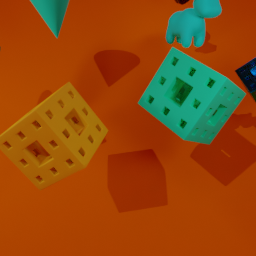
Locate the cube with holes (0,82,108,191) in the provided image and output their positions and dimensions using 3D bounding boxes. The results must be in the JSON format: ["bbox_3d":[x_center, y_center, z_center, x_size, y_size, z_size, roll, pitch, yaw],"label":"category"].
[{"bbox_3d":[-1.364,0.144,5.220,1.222,1.222,1.222,52,30,-16],"label":"cube with holes"}]

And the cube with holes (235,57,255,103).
[{"bbox_3d":[3.168,-1.097,6.520,0.816,0.816,0.816,-33,46,22],"label":"cube with holes"}]

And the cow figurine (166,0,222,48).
[{"bbox_3d":[1.182,-2.071,5.189,0.615,1.102,1.120,-12,28,-29],"label":"cow figurine"}]

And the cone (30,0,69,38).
[{"bbox_3d":[-1.959,-3.088,7.229,1.502,1.502,1.508,-9,99,-4],"label":"cone"}]

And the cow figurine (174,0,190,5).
[{"bbox_3d":[1.485,-4.321,8.367,0.808,1.449,1.472,-34,79,20],"label":"cow figurine"}]

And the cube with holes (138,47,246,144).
[{"bbox_3d":[1.259,-0.580,5.513,1.251,1.251,1.251,42,108,33],"label":"cube with holes"}]
